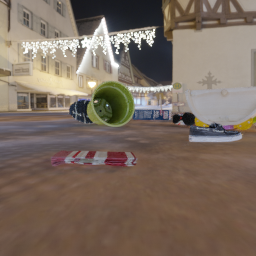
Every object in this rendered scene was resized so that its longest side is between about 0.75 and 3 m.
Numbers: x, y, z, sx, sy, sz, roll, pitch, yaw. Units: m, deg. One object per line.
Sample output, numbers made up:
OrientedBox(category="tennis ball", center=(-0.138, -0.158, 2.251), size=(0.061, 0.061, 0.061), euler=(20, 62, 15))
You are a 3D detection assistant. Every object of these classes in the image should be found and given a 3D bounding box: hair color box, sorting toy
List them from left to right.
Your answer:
OrientedBox(category="hair color box", center=(1.403, -0.761, 16.166), size=(2.081, 0.630, 1.041), euler=(1, 4, 16))
OrientedBox(category="sorting toy", center=(3.686, -0.564, 9.821), size=(2.656, 1.419, 2.391), euler=(1, -4, 36))

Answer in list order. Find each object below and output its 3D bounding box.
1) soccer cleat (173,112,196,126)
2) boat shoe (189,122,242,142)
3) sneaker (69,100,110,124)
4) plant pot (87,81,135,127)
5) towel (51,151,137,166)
OrientedBox(category="soccer cleat", center=(2.467, -0.364, 11.586), size=(0.586, 0.546, 1.600), euler=(2, 1, -22))
OrientedBox(category="boat shoe", center=(1.891, 0.074, 6.037), size=(1.211, 0.411, 0.434), euler=(-1, 4, -9))
OrientedBox(category="sneaker", center=(-1.336, -0.598, 13.018), size=(2.762, 1.072, 1.192), euler=(7, -8, -5))
OrientedBox(category="plant pot", center=(-0.877, -0.817, 11.294), size=(1.781, 1.781, 1.638), euler=(-2, -7, -27))
OrientedBox(category="towel", center=(-0.430, 0.396, 3.718), size=(1.048, 0.119, 0.755), euler=(1, 2, -4))
